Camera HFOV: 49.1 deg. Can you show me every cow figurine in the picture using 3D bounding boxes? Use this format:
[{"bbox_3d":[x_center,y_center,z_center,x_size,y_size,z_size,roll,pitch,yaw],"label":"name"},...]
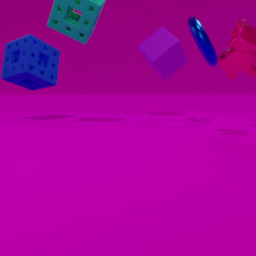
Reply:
[{"bbox_3d":[2.316,-1.617,5.920,1.239,0.691,1.260,39,-15,-22],"label":"cow figurine"}]

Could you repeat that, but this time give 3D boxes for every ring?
[{"bbox_3d":[2.330,-2.678,8.729,0.341,1.704,1.704,-28,-1,17],"label":"ring"}]

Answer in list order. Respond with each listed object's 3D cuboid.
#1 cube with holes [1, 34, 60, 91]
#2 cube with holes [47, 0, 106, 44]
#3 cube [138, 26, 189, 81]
[{"bbox_3d":[-3.486,-2.293,10.109,1.363,1.363,1.363,-5,-14,32],"label":"cube with holes"},{"bbox_3d":[-1.458,-3.356,8.092,1.164,1.164,1.164,24,32,-11],"label":"cube with holes"},{"bbox_3d":[1.444,-3.022,11.413,1.303,1.303,1.303,43,11,-50],"label":"cube"}]
